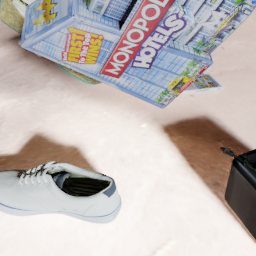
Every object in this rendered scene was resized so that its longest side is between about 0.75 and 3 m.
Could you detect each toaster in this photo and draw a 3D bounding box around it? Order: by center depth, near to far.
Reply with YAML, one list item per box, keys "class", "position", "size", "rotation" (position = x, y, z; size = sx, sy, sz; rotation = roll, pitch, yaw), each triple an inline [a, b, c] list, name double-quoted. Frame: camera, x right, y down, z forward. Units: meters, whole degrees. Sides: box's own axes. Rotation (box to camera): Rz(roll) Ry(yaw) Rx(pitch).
- class: "toaster"
  position: [2.774, 1.104, 4.786]
  size: [1.742, 1.143, 1.927]
  rotation: [-12, 38, -16]

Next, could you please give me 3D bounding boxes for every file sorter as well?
- class: "file sorter"
  position: [-2.109, -2.644, 7.680]
  size: [1.394, 0.868, 0.967]
  rotation: [-7, 67, 26]

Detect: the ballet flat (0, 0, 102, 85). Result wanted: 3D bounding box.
- class: "ballet flat"
  position: [-1.353, -1.751, 5.223]
  size: [2.422, 0.856, 0.856]
  rotation: [37, 43, -1]

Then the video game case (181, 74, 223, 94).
- class: "video game case"
  position: [2.187, -1.432, 9.024]
  size: [1.384, 0.125, 0.991]
  rotation: [-7, 36, -9]

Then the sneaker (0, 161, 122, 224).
- class: "sneaker"
  position: [-1.424, 1.008, 5.072]
  size: [2.671, 0.946, 0.975]
  rotation: [4, 37, 6]

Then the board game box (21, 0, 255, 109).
- class: "board game box"
  position: [0.049, -1.324, 3.437]
  size: [2.378, 2.379, 0.734]
  rotation: [9, 59, -25]
